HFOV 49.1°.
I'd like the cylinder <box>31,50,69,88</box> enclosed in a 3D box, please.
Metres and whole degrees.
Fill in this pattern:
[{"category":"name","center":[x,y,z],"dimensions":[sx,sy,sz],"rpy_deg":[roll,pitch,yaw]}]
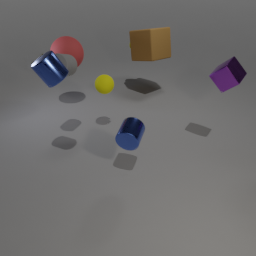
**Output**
[{"category":"cylinder","center":[-2.040,-1.544,7.351],"dimensions":[0.700,0.700,0.700],"rpy_deg":[-27,32,19]}]

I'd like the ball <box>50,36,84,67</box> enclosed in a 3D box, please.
[{"category":"ball","center":[-2.579,-3.164,11.881],"dimensions":[1.400,1.400,1.400],"rpy_deg":[0,29,0]}]

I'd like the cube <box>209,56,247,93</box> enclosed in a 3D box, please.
[{"category":"cube","center":[3.134,-1.668,8.774],"dimensions":[0.700,0.700,0.700],"rpy_deg":[-45,9,-35]}]

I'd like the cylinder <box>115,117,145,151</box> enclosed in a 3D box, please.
[{"category":"cylinder","center":[0.070,0.165,8.033],"dimensions":[0.700,0.700,0.700],"rpy_deg":[9,44,16]}]

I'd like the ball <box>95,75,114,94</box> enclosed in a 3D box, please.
[{"category":"ball","center":[-0.853,-1.582,10.149],"dimensions":[0.700,0.700,0.700],"rpy_deg":[0,29,0]}]

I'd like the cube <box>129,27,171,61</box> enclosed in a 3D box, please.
[{"category":"cube","center":[1.073,-3.986,13.343],"dimensions":[1.400,1.400,1.400],"rpy_deg":[-22,25,-39]}]

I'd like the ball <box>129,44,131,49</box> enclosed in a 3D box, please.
[{"category":"ball","center":[0.424,-4.211,14.188],"dimensions":[0.700,0.700,0.700],"rpy_deg":[0,29,0]}]

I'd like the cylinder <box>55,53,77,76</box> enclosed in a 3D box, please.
[{"category":"cylinder","center":[-2.072,-1.997,8.904],"dimensions":[0.700,0.700,0.700],"rpy_deg":[8,13,14]}]
